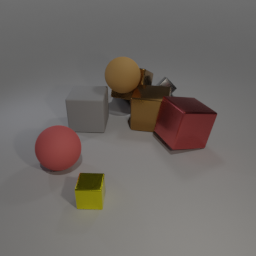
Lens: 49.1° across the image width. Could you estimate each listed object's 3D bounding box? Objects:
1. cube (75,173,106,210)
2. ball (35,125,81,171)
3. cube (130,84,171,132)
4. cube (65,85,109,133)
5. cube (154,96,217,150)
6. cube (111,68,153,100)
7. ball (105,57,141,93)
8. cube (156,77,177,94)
[{"bbox_3d":[-1.002,1.700,7.562,0.700,0.700,0.700,1,31,2],"label":"cube"},{"bbox_3d":[-2.150,0.616,8.663,1.400,1.400,1.400,0,31,0],"label":"ball"},{"bbox_3d":[0.908,-0.787,11.072,1.400,1.400,1.400,6,31,10],"label":"cube"},{"bbox_3d":[-1.548,-0.767,11.040,1.400,1.400,1.400,2,31,3],"label":"cube"},{"bbox_3d":[1.970,-0.200,9.828,1.400,1.400,1.400,0,28,-26],"label":"cube"},{"bbox_3d":[0.206,-1.953,12.626,1.400,1.400,1.400,12,7,19],"label":"cube"},{"bbox_3d":[-0.211,-2.065,10.943,1.400,1.400,1.400,0,31,0],"label":"ball"},{"bbox_3d":[1.781,-1.921,13.291,0.700,0.700,0.700,-44,12,11],"label":"cube"}]
